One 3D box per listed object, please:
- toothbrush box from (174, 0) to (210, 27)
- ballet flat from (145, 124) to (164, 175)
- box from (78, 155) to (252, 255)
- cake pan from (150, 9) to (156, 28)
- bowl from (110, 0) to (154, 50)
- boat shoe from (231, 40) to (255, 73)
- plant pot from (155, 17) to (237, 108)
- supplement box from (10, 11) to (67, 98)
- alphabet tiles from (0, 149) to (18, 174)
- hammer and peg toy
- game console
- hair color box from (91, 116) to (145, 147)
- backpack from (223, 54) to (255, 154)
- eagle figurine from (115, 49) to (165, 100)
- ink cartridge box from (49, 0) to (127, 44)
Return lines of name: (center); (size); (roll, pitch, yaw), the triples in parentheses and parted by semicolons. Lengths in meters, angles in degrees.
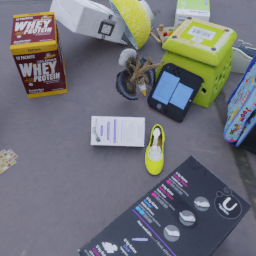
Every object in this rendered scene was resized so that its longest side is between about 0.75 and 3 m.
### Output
toothbrush box: (2.715, -4.933, 11.926); (1.341, 0.793, 1.841); (7, 50, 5)
ballet flat: (0.743, 0.522, 7.608); (0.502, 0.504, 1.502); (5, 51, 7)
box: (0.710, 2.198, 5.402); (2.859, 1.747, 1.516); (-35, 60, -24)
cake pan: (0.207, -4.769, 12.071); (2.037, 0.374, 2.037); (0, 50, 0)
bowl: (0.287, -4.023, 10.250); (1.074, 1.995, 1.995); (-31, 54, 3)
boat shoe: (4.142, -2.473, 9.812); (2.488, 0.932, 0.769); (15, 53, 11)
plant pot: (2.212, -2.242, 9.011); (2.072, 1.880, 2.062); (25, 55, 21)
supplement box: (-2.813, -2.360, 9.059); (1.280, 1.928, 1.901); (-9, 51, -7)
alphabet tiles: (-3.418, 0.905, 7.604); (0.639, 0.024, 0.768); (36, 59, 26)
hammer and peg toy: (1.546, -3.543, 10.939); (1.609, 0.568, 1.184); (-9, 53, -7)
game console: (1.380, -1.093, 8.485); (1.319, 1.491, 0.231); (32, 17, 25)
hair color box: (-0.271, 0.089, 7.759); (1.469, 0.476, 0.803); (2, 91, 1)
backpack: (3.899, -0.915, 7.442); (1.927, 2.615, 2.864); (22, 51, 6)
eagle figurine: (0.291, -1.499, 8.301); (1.264, 1.665, 1.257); (12, 89, -2)
ink cartridge box: (-1.185, -3.952, 10.163); (1.613, 0.929, 2.785); (40, 28, 28)
